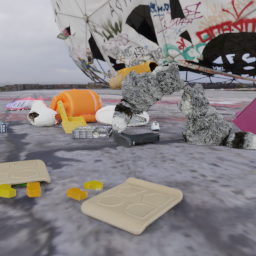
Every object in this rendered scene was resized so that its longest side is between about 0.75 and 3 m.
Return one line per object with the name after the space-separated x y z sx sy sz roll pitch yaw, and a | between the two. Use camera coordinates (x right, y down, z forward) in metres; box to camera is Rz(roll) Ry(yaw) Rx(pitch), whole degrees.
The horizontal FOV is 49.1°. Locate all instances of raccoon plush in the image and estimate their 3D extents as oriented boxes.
2.731 -0.429 8.459 2.657 1.780 1.285 4 11 23 | raccoon plush
0.678 -0.793 7.757 1.582 2.362 1.143 -9 -38 31 | raccoon plush

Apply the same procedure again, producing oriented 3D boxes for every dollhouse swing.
-2.045 -0.468 10.657 1.164 1.126 1.281 -2 9 -9 | dollhouse swing

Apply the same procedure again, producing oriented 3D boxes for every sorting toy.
-2.165 0.954 5.175 1.388 0.249 1.863 1 9 -22 | sorting toy
-0.118 1.110 4.356 1.602 0.214 1.193 7 17 37 | sorting toy

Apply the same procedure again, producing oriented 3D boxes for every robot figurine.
-2.290 -1.045 12.934 2.541 1.482 1.828 -10 12 -43 | robot figurine

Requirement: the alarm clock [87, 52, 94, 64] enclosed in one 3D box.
-1.708 -3.213 12.829 0.262 0.531 0.788 -6 24 -1 | alarm clock

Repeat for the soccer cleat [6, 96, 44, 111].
-6.514 -1.580 17.764 2.269 0.868 0.757 -4 11 -25 | soccer cleat

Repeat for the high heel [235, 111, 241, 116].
5.647 -0.549 12.623 1.632 0.550 0.785 -1 -1 -25 | high heel

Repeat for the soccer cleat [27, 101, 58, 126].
-3.960 -0.622 12.291 1.049 0.937 2.705 -9 16 -32 | soccer cleat

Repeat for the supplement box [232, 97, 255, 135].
4.380 -0.480 8.844 1.131 1.434 2.191 48 30 16 | supplement box

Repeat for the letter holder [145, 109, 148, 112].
0.576 -1.566 17.237 0.722 1.021 1.437 -5 12 -28 | letter holder

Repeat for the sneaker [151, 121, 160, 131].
1.054 -0.080 10.795 0.311 0.314 0.866 1 11 -1 | sneaker

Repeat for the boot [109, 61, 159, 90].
0.431 -2.163 11.461 1.867 0.917 2.607 -17 11 18 | boot

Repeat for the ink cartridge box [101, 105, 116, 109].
-0.515 -0.633 12.817 1.195 0.690 1.642 1 10 7 | ink cartridge box

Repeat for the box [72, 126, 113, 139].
-1.196 0.134 9.582 1.219 0.299 0.983 1 8 5 | box

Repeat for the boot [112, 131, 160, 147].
0.245 0.265 8.510 1.167 0.383 0.962 -12 25 -33 | boot

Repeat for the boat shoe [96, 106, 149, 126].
-0.238 -0.462 11.558 2.251 0.797 0.780 1 9 1 | boat shoe

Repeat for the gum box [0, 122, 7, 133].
-5.487 -0.005 10.186 1.636 0.364 1.390 -8 13 -40 | gum box
